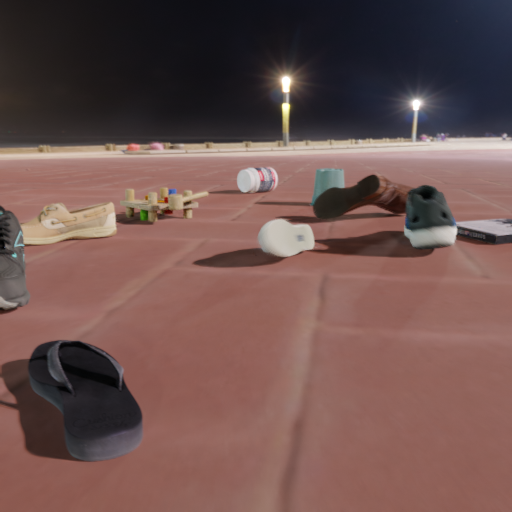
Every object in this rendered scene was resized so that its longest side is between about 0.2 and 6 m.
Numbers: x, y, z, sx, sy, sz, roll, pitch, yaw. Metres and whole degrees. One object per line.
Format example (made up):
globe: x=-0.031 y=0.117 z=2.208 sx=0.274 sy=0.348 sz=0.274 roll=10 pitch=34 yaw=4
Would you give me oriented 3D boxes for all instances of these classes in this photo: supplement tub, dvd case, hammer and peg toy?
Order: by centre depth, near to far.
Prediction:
dvd case: x=5.148 y=-0.531 z=11.679 sx=1.912 sy=0.236 sz=1.437 roll=-6 pitch=14 yaw=-24
hammer and peg toy: x=-2.190 y=-1.241 z=13.794 sx=1.505 sy=0.722 sz=2.046 roll=-10 pitch=16 yaw=-44
supplement tub: x=0.047 y=-2.669 z=19.756 sx=1.248 sy=0.875 sz=0.875 roll=-11 pitch=16 yaw=-40

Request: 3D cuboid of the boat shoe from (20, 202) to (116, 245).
boat shoe: x=-3.981 y=-0.687 z=11.163 sx=2.345 sy=0.757 sz=0.836 roll=-9 pitch=15 yaw=-34

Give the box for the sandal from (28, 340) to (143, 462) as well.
sandal: x=-1.355 y=0.982 z=4.502 sx=0.712 sy=0.401 sz=1.872 roll=-8 pitch=15 yaw=-32

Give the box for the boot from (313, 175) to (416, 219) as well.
boot: x=2.929 y=-1.322 z=14.190 sx=2.180 sy=0.751 sz=2.339 roll=-17 pitch=-15 yaw=43

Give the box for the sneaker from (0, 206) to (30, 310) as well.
sneaker: x=-3.596 y=-0.006 z=7.393 sx=1.056 sy=1.110 sz=2.801 roll=-4 pitch=14 yaw=-24

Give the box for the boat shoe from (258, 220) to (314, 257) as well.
boat shoe: x=0.404 y=-0.246 z=9.560 sx=0.625 sy=0.612 sz=1.755 roll=-14 pitch=-5 yaw=28

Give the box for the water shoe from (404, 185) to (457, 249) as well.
water shoe: x=3.353 y=-0.831 z=10.712 sx=0.983 sy=1.085 sz=2.749 roll=-5 pitch=8 yaw=12

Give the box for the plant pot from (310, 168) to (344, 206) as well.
plant pot: x=2.150 y=-2.019 z=16.474 sx=1.084 sy=1.062 sz=1.084 roll=0 pitch=13 yaw=0
